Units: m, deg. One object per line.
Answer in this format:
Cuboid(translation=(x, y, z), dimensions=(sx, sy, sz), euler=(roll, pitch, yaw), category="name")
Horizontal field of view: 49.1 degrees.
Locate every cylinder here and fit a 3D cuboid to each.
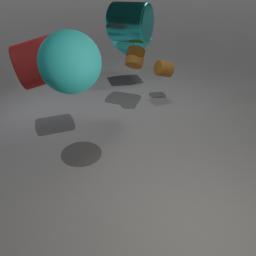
Cuboid(translation=(0.087, -3.885, 10.315), dimensions=(1.400, 1.400, 1.400), euler=(11, 31, 20), category="cylinder")
Cuboid(translation=(0.273, -2.742, 10.881), dimensions=(0.700, 0.700, 0.700), euler=(10, -8, 1), category="cylinder")
Cuboid(translation=(-2.751, -2.057, 8.738), dimensions=(1.400, 1.400, 1.400), euler=(-19, 32, -7), category="cylinder")
Cuboid(translation=(1.642, -2.709, 12.799), dimensions=(0.700, 0.700, 0.700), euler=(3, 25, -28), category="cylinder")

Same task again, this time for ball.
Cuboid(translation=(-1.291, -1.455, 6.229), dimensions=(1.400, 1.400, 1.400), euler=(0, 29, 0), category="ball")

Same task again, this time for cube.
Cuboid(translation=(0.069, -4.537, 13.721), dimensions=(1.400, 1.400, 1.400), euler=(27, 33, -43), category="cube")
